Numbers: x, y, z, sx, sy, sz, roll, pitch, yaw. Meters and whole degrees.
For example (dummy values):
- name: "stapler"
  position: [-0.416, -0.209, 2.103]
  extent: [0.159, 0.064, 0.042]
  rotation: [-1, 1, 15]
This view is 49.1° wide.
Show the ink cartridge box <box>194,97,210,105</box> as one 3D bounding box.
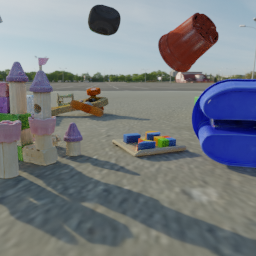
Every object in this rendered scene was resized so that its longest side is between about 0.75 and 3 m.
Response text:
- name: "ink cartridge box"
  position: [3.576, -0.865, 10.963]
  extent: [1.246, 0.718, 1.707]
  rotation: [-3, 9, -17]

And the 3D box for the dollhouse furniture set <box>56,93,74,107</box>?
- name: "dollhouse furniture set"
  position: [-3.082, -1.491, 14.825]
  extent: [1.347, 0.749, 1.191]
  rotation: [-3, 9, -18]

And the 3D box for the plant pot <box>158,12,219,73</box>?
- name: "plant pot"
  position: [2.027, -2.832, 9.146]
  extent: [1.518, 1.518, 1.476]
  rotation: [-6, -15, -34]

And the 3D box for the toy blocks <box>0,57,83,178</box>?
- name: "toy blocks"
  position: [-1.784, -0.300, 4.632]
  extent: [1.772, 1.596, 1.897]
  rotation: [5, 10, 32]

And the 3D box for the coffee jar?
- name: "coffee jar"
  position: [-0.882, -3.834, 10.094]
  extent: [1.111, 0.909, 2.130]
  rotation: [12, 15, -10]

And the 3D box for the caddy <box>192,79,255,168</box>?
- name: "caddy"
  position: [1.936, -0.102, 4.410]
  extent: [1.846, 1.305, 0.969]
  rotation: [3, 14, 16]

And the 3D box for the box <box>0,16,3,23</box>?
- name: "box"
  position: [-3.683, -2.906, 6.996]
  extent: [0.407, 0.775, 0.713]
  rotation: [11, 41, 30]

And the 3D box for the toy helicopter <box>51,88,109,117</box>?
- name: "toy helicopter"
  position: [-1.941, -0.792, 10.879]
  extent: [2.468, 0.973, 1.632]
  rotation: [-14, 22, -16]

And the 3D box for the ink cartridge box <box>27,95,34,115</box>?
- name: "ink cartridge box"
  position: [-4.239, -0.768, 10.146]
  extent: [1.357, 0.794, 2.340]
  rotation: [-2, 9, -10]

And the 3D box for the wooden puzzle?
- name: "wooden puzzle"
  position: [0.374, 0.258, 5.371]
  extent: [1.059, 0.265, 1.144]
  rotation: [-5, 10, -25]
